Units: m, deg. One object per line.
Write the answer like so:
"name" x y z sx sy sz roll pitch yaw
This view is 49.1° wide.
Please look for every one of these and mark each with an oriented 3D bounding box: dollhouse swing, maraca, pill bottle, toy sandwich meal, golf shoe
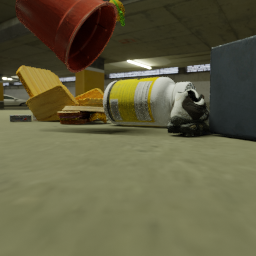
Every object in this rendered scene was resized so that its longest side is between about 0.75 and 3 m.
"dollhouse swing" -2.677 -1.786 11.931 2.698 2.610 2.968 -20 -5 24
"maraca" -0.359 -4.000 9.693 0.568 1.061 0.728 -27 -22 -5
"pill bottle" 0.653 -0.762 8.310 2.560 1.425 1.425 3 5 34
"toy sandwich meal" -1.499 -0.417 9.663 1.779 0.609 1.779 2 2 0
"golf shoe" 1.558 -0.358 6.184 0.798 0.970 2.053 1 3 30

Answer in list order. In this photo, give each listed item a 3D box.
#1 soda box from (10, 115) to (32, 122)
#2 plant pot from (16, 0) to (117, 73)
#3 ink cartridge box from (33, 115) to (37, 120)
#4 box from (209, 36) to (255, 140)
"soda box" -4.083 -0.365 10.659 0.782 0.267 0.248 -2 5 -24
"plant pot" -1.617 -2.744 7.071 1.900 1.954 1.954 37 11 8
"ink cartridge box" -3.561 -0.528 12.072 0.636 0.371 0.879 2 5 23
"box" 3.522 -0.679 4.884 2.917 1.839 2.967 -4 6 -23
